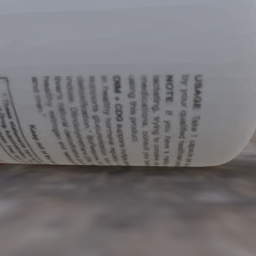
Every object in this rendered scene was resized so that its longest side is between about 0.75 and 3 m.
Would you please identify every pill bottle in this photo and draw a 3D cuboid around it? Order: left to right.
[{"bbox_3d":[0.043,-0.379,1.667,2.124,1.204,1.204,1,2,6],"label":"pill bottle"}]
